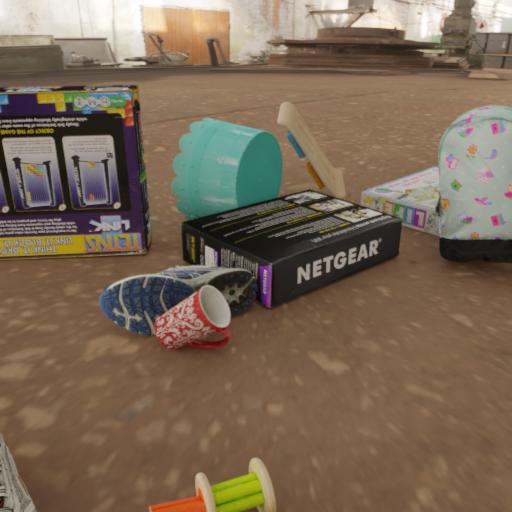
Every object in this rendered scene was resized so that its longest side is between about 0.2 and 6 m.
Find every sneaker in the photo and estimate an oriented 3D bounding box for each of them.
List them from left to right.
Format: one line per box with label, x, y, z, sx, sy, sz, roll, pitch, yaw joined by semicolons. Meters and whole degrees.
sneaker;-2.210;1.802;4.066;1.023;1.080;2.628;-19;30;-37
sneaker;-1.094;0.534;7.643;2.105;0.811;0.897;-3;12;-26

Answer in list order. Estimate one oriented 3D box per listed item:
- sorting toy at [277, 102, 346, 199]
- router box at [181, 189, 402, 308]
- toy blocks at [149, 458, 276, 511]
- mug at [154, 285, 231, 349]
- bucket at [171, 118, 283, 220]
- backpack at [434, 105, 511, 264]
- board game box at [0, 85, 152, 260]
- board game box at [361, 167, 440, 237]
sorting toy;1.119;-2.201;11.750;0.374;2.053;1.900;-34;19;19
router box;0.605;-0.276;9.308;2.998;0.765;2.236;-18;29;-36
toy blocks;-0.456;2.114;4.069;1.387;0.504;1.156;-9;25;-19
mug;-0.758;0.854;6.767;0.821;0.728;0.547;-30;-8;26
bucket;-0.481;-1.545;10.745;1.367;2.101;2.101;14;27;28
backpack;3.736;-1.104;8.706;1.996;2.392;1.514;0;10;32
board game box;-3.531;-1.377;9.357;3.328;2.751;0.944;-2;23;-4
board game box;3.908;-1.224;11.864;2.982;0.510;2.005;-21;31;-40
